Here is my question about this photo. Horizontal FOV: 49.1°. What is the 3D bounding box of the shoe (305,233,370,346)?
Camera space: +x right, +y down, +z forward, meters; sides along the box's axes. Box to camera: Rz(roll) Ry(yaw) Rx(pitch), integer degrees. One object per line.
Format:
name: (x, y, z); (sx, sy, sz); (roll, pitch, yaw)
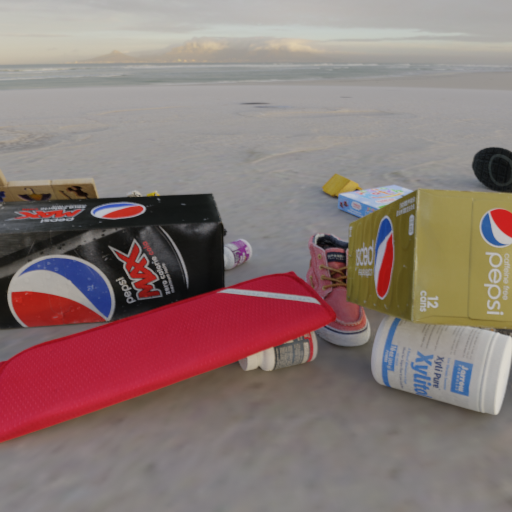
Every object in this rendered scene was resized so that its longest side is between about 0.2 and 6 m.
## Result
shoe: (1.089, 0.391, 7.871); (0.741, 0.944, 2.075); (-2, 21, -5)

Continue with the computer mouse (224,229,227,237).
computer mouse: (-1.061, -0.547, 10.416); (0.642, 0.373, 2.191); (-12, 10, -23)

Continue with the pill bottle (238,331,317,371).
pill bottle: (0.235, 1.085, 6.688); (0.875, 0.523, 0.523); (-9, 23, -21)

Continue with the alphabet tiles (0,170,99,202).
alphabet tiles: (-4.301, -0.665, 8.839); (3.660, 0.138, 3.059); (-4, -23, -8)

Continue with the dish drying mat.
dish drying mat: (-1.057, 0.976, 6.347); (3.727, 0.339, 1.431); (-16, 27, -13)

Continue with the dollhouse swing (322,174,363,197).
dollhouse swing: (2.252, -1.625, 14.178); (0.746, 0.721, 0.821); (-46, 30, -1)

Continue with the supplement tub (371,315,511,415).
supplement tub: (1.987, 1.127, 6.042); (1.297, 0.856, 0.856); (9, 23, 32)

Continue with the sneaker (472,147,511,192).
sneaker: (7.014, -2.068, 14.385); (2.920, 1.109, 1.325); (28, 24, 38)

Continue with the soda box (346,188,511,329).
soda box: (1.665, 0.073, 5.740); (1.004, 1.063, 3.138); (3, -2, 1)

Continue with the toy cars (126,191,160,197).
toy cars: (-2.652, -1.455, 13.284); (0.898, 0.199, 0.402); (0, -17, -27)

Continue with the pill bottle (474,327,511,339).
pill bottle: (3.164, 0.829, 7.425); (0.787, 0.458, 0.458); (11, 24, 28)

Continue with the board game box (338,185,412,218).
board game box: (3.141, -1.042, 12.302); (1.693, 0.410, 2.238); (-12, 23, -26)

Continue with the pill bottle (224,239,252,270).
pill bottle: (-0.449, 0.001, 9.608); (0.421, 0.421, 0.750); (16, 27, 35)

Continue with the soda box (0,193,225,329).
soda box: (-2.749, 0.045, 8.074); (4.514, 1.430, 1.597); (-4, 23, -8)
